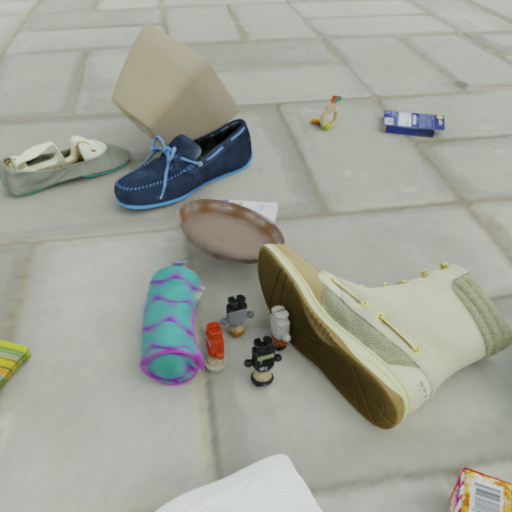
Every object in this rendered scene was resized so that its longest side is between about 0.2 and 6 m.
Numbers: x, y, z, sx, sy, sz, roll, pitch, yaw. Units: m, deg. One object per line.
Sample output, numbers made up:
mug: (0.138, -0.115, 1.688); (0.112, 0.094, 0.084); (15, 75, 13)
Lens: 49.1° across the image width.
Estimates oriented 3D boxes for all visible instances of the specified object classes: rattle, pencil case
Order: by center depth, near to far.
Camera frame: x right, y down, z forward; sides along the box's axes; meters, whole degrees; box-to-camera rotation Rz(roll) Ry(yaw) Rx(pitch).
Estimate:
pencil case: (-1.050, 0.837, 7.200); (0.769, 0.708, 1.664); (-5, 39, -1)
rattle: (1.532, -3.215, 12.235); (0.526, 0.808, 0.577); (-13, 40, -16)

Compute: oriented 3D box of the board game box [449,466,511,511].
board game box: (2.812, 3.072, 4.454); (2.590, 0.600, 1.962); (14, 41, 18)

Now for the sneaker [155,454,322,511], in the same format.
sneaker: (-0.218, 2.639, 4.912); (1.983, 0.731, 1.146); (-20, 40, -25)

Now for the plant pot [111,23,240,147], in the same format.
plant pot: (-1.659, -3.011, 10.750); (1.754, 1.751, 1.552); (37, 87, 26)

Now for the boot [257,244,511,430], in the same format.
boot: (1.547, 0.586, 7.259); (2.230, 1.039, 2.884); (-23, 49, -25)

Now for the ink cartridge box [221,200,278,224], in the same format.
ink cartridge box: (-0.170, -0.698, 9.543); (1.018, 0.214, 0.608); (7, 40, 6)

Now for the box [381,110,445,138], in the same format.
box: (3.457, -2.904, 12.317); (1.328, 0.215, 0.804); (8, 39, 12)

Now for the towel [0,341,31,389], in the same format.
towel: (-3.704, 1.846, 6.371); (1.033, 0.217, 2.401); (8, 40, 18)

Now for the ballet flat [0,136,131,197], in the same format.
ballet flat: (-3.516, -1.811, 10.477); (2.482, 0.791, 0.836); (-23, 45, -27)

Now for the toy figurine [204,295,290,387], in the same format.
toy figurine: (-0.094, 1.056, 6.999); (1.004, 0.698, 0.988); (12, 34, 17)

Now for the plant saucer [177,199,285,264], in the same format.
plant saucer: (-0.398, -0.345, 8.407); (1.675, 0.269, 1.675); (16, 28, -9)

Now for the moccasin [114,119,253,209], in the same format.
moccasin: (-1.352, -1.812, 10.296); (1.187, 1.006, 2.951); (30, 47, 32)
